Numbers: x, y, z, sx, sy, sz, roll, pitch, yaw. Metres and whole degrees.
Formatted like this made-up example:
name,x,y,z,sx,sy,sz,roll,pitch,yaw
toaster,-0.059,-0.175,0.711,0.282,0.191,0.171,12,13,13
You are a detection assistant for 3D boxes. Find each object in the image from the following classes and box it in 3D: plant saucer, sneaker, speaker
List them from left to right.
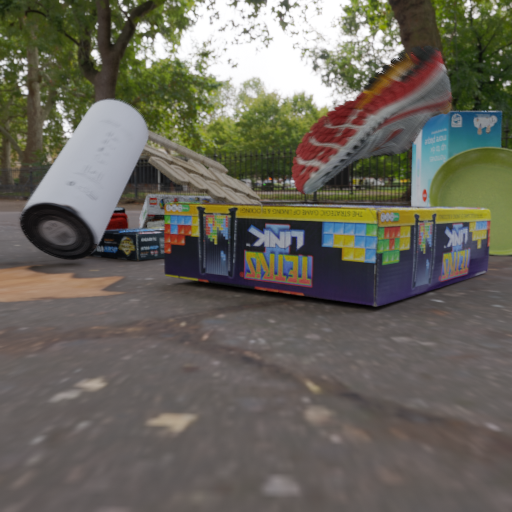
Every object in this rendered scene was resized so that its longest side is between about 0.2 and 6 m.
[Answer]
name,x,y,z,sx,sy,sz,roll,pitch,yaw
speaker,-2.893,-1.446,9.844,1.259,1.259,3.100,1,45,9
sneaker,1.908,-1.945,9.035,3.014,1.238,1.173,-37,33,7
plant saucer,4.622,-1.028,10.960,2.457,2.457,0.382,1,-27,8

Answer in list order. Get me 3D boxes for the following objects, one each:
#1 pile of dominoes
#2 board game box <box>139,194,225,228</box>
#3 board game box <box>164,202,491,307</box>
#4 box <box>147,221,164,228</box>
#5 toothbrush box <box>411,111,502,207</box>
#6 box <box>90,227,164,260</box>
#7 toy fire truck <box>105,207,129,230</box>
name,x,y,z,sx,sy,sz,roll,pitch,yaw
pile of dominoes,-1.475,-1.826,13.521,3.918,0.624,3.054,17,23,-45
board game box,-1.978,-1.004,14.481,1.895,0.519,3.001,0,-7,-15
board game box,1.060,-0.186,7.340,2.912,0.999,3.523,7,8,38
box,-2.005,-0.527,12.702,0.484,0.581,1.415,-2,3,9
toothbrush box,4.428,-1.671,12.631,1.223,2.868,2.100,-2,7,-5
box,-1.960,-0.262,10.587,1.635,0.473,2.057,5,8,40
toy fire truck,-3.637,-0.646,12.341,1.515,1.107,1.721,0,17,-8
